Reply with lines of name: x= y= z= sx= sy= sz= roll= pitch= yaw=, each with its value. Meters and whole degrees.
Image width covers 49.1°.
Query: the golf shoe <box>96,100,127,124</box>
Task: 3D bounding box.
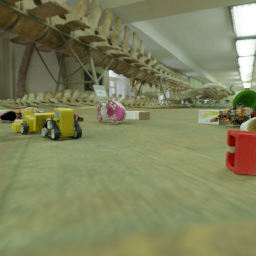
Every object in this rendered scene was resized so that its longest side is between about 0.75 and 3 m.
golf shoe: x=-0.459 y=-0.646 z=11.307 sx=1.161 sy=0.955 sz=2.536 roll=1 pitch=5 yaw=-23

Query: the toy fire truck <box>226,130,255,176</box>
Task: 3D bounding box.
toy fire truck: x=1.920 y=0.215 z=3.634 sx=1.281 sy=0.443 sz=1.817 roll=1 pitch=5 yaw=16

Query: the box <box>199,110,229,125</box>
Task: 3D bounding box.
box: x=3.254 y=-0.417 z=10.670 sx=0.587 sy=0.529 sz=1.044 roll=-1 pitch=5 yaw=-29

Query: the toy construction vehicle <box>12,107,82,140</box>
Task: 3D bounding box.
toy construction vehicle: x=-2.556 y=-0.253 z=6.441 sx=2.236 sy=0.905 sz=2.569 roll=-3 pitch=6 yaw=-33

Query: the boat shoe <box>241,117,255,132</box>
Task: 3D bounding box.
boat shoe: x=3.427 y=-0.099 z=6.263 sx=1.800 sy=0.637 sz=0.624 roll=-2 pitch=5 yaw=-4

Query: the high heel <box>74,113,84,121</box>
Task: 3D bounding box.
high heel: x=-2.418 y=-0.463 z=12.071 sx=0.555 sy=0.389 sz=1.155 roll=12 pitch=-6 yaw=20

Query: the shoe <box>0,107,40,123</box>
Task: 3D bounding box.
shoe: x=-4.472 y=-0.499 z=11.616 sx=1.688 sy=0.603 sz=0.768 roll=-8 pitch=9 yaw=-23

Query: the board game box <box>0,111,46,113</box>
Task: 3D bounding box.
board game box: x=-5.439 y=-0.649 z=14.179 sx=2.353 sy=0.406 sz=1.593 roll=-1 pitch=5 yaw=-9

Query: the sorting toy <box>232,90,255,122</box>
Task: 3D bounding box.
sorting toy: x=4.367 y=-0.734 z=10.039 sx=1.797 sy=1.080 sz=0.738 roll=32 pitch=23 yaw=-16

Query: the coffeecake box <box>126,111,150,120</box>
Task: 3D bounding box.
coffeecake box: x=0.426 y=-0.639 z=14.104 sx=0.847 sy=0.403 sz=1.103 roll=-5 pitch=7 yaw=-44

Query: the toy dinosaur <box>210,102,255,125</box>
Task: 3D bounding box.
toy dinosaur: x=3.403 y=-0.445 z=9.180 sx=1.037 sy=0.781 sz=1.528 roll=-5 pitch=14 yaw=-41
